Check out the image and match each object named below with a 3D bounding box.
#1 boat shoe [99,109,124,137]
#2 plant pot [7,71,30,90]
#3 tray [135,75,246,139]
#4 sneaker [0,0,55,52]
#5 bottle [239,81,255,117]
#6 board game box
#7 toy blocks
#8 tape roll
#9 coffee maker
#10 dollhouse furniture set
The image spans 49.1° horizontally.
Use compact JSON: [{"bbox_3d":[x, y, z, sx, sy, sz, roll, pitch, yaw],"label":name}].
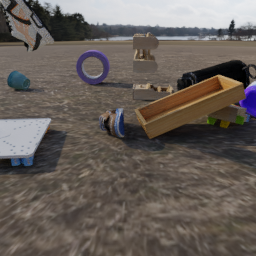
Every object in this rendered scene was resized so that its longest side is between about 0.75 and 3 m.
[{"bbox_3d":[-0.454,-0.125,7.879,0.677,0.676,1.870,-5,10,1],"label":"boat shoe"},{"bbox_3d":[-5.134,-2.195,13.322,0.789,0.840,0.840,23,26,14],"label":"plant pot"},{"bbox_3d":[1.705,-0.665,8.107,2.847,0.527,1.404,-22,22,-1],"label":"tray"},{"bbox_3d":[-3.207,-3.224,8.126,1.026,2.565,0.945,-32,51,2],"label":"sneaker"},{"bbox_3d":[4.814,-1.152,9.949,1.173,0.917,2.808,40,34,17],"label":"bottle"},{"bbox_3d":[-3.369,0.316,7.008,2.491,0.322,2.490,-2,21,-4],"label":"board game box"},{"bbox_3d":[3.073,-0.541,8.911,1.709,0.854,1.168,19,16,40],"label":"toy blocks"},{"bbox_3d":[-1.815,-3.185,14.630,1.686,1.686,0.716,0,20,-1],"label":"tape roll"},{"bbox_3d":[3.167,-1.727,10.275,2.178,1.467,2.092,-20,-10,-18],"label":"coffee maker"},{"bbox_3d":[1.059,-2.540,11.518,1.693,2.601,2.390,1,20,2],"label":"dollhouse furniture set"}]
